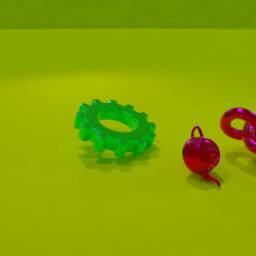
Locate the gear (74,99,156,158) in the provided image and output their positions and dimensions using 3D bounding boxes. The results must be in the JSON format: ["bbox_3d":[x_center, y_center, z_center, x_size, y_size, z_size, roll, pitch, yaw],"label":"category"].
[{"bbox_3d":[-0.288,-0.058,6.690,1.921,0.355,1.921,13,31,-8],"label":"gear"}]

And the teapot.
[{"bbox_3d":[1.483,0.555,5.473,0.773,1.243,0.609,-9,-11,-30],"label":"teapot"}]

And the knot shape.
[{"bbox_3d":[2.886,0.161,5.966,1.639,0.758,1.534,20,13,-15],"label":"knot shape"}]
